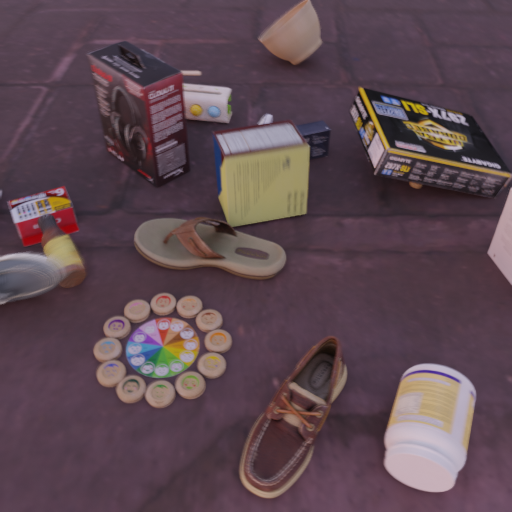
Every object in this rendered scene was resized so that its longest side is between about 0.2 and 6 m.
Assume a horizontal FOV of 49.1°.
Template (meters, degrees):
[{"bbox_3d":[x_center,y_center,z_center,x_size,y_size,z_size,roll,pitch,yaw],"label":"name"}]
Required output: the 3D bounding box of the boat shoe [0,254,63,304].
[{"bbox_3d":[-4.763,0.625,10.006,2.575,0.937,0.795,-8,36,3],"label":"boat shoe"}]

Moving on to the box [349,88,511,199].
[{"bbox_3d":[3.882,-2.590,12.757,3.133,0.773,2.501,9,42,-16],"label":"box"}]

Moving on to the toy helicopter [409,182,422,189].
[{"bbox_3d":[3.692,-1.927,12.898,0.809,0.483,1.224,12,43,-3],"label":"toy helicopter"}]

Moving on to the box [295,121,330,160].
[{"bbox_3d":[1.326,-2.762,13.499,0.768,0.781,0.459,-14,47,-14],"label":"box"}]

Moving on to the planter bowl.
[{"bbox_3d":[1.168,-6.499,16.638,1.809,1.217,1.809,-34,23,17],"label":"planter bowl"}]

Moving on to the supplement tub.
[{"bbox_3d":[2.505,2.463,8.107,1.102,1.102,1.516,17,48,16],"label":"supplement tub"}]

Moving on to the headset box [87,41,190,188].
[{"bbox_3d":[-2.598,-3.296,12.588,1.087,2.815,2.095,-35,56,-30],"label":"headset box"}]

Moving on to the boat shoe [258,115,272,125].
[{"bbox_3d":[-0.037,-2.884,13.768,0.628,0.638,1.799,12,53,8],"label":"boat shoe"}]

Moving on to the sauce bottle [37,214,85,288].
[{"bbox_3d":[-3.853,-0.148,10.945,0.562,0.562,1.703,-22,58,-20],"label":"sauce bottle"}]

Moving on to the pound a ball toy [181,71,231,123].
[{"bbox_3d":[-1.642,-4.136,14.536,1.898,1.238,0.806,7,46,6],"label":"pound a ball toy"}]

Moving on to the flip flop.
[{"bbox_3d":[-0.892,-0.279,10.953,3.007,0.866,1.219,12,51,8],"label":"flip flop"}]

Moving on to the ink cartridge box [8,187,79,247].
[{"bbox_3d":[-4.456,-0.836,11.793,1.186,0.497,1.041,-20,49,-19],"label":"ink cartridge box"}]

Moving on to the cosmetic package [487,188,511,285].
[{"bbox_3d":[5.171,0.075,10.044,0.585,1.708,2.265,-10,46,-10],"label":"cosmetic package"}]

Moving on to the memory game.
[{"bbox_3d":[-1.608,1.546,9.684,2.383,0.152,2.383,0,45,0],"label":"memory game"}]

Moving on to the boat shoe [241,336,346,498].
[{"bbox_3d":[0.621,2.274,8.392,0.962,0.960,2.667,25,51,23],"label":"boat shoe"}]

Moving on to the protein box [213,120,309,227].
[{"bbox_3d":[0.100,-1.735,11.779,1.723,1.710,1.162,-11,42,-10],"label":"protein box"}]
